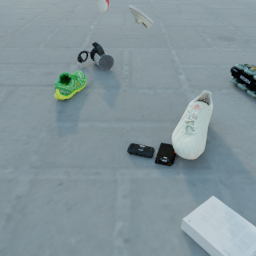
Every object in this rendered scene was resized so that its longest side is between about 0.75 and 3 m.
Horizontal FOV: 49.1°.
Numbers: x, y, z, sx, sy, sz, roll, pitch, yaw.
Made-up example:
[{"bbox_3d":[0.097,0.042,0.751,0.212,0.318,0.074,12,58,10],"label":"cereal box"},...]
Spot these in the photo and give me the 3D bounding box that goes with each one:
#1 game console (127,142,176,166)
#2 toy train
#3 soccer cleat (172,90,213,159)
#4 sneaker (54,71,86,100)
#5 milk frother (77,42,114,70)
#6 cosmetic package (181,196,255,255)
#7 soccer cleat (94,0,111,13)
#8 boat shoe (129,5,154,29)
[{"bbox_3d":[0.664,0.646,7.811,1.347,0.162,0.794,11,36,13],"label":"game console"},{"bbox_3d":[4.935,-1.868,10.884,1.226,0.916,2.151,-2,33,-20],"label":"toy train"},{"bbox_3d":[1.924,-0.169,8.121,0.952,1.065,2.747,18,38,12],"label":"soccer cleat"},{"bbox_3d":[-2.167,-1.797,10.756,0.733,0.828,1.980,9,35,14],"label":"sneaker"},{"bbox_3d":[-1.505,-3.127,12.754,1.261,1.138,1.186,-42,41,3],"label":"milk frother"},{"bbox_3d":[1.888,2.076,5.567,1.001,0.343,1.327,-22,41,-32],"label":"cosmetic package"},{"bbox_3d":[-0.958,-4.038,8.022,0.517,1.506,0.641,-13,1,41],"label":"soccer cleat"},{"bbox_3d":[0.384,-3.802,9.800,1.160,0.495,0.429,19,18,-46],"label":"boat shoe"}]
